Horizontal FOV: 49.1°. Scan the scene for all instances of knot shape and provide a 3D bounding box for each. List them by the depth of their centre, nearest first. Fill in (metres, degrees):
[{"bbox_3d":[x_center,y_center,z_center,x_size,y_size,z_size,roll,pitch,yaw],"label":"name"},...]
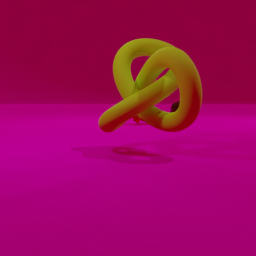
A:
[{"bbox_3d":[0.311,-0.710,4.206,1.759,1.646,0.813,-18,-38,37],"label":"knot shape"}]

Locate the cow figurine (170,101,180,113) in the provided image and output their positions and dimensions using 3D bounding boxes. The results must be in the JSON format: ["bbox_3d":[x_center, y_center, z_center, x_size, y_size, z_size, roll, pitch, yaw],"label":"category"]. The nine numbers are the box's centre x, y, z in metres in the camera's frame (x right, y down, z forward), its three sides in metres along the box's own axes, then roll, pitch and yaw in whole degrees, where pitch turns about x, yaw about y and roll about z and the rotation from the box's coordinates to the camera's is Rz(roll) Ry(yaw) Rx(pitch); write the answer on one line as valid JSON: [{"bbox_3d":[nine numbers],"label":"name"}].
[{"bbox_3d":[2.159,-0.932,10.578,0.741,1.328,1.350,0,1,-36],"label":"cow figurine"}]

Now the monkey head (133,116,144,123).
[{"bbox_3d":[0.488,-0.665,9.575,0.814,0.972,1.351,-24,-19,16],"label":"monkey head"}]
